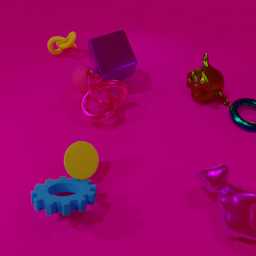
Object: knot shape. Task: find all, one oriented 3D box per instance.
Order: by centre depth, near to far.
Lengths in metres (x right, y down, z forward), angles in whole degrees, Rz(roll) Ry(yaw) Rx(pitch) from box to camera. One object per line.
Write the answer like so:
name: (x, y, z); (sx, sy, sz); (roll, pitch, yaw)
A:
knot shape: (-0.702, -1.024, 8.838); (1.590, 0.785, 1.699); (1, 83, -37)
knot shape: (-2.636, -3.532, 11.713); (1.290, 0.596, 1.207); (-18, 9, 12)

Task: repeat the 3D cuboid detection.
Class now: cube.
cube: (-0.567, -2.416, 9.850); (1.303, 1.303, 1.303); (-21, 83, -9)

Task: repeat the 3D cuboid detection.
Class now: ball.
ball: (-1.536, -1.753, 9.831); (0.884, 0.884, 0.884); (0, 45, 0)

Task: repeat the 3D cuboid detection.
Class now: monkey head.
monkey head: (2.691, -1.550, 9.286); (1.184, 1.414, 1.965); (-22, 84, -8)

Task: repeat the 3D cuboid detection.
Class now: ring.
ring: (3.919, -0.442, 8.947); (1.353, 0.271, 1.353); (2, 52, -2)

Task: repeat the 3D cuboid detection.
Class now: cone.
cone: (-1.413, 0.855, 7.338); (0.941, 0.941, 0.945); (-40, 17, -33)

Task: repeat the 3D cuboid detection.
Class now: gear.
gear: (-1.479, 1.543, 6.536); (1.453, 0.269, 1.453); (1, 13, 0)

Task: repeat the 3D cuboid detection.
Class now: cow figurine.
cow figurine: (2.229, 1.651, 6.342); (1.585, 0.884, 1.611); (9, 76, 14)
